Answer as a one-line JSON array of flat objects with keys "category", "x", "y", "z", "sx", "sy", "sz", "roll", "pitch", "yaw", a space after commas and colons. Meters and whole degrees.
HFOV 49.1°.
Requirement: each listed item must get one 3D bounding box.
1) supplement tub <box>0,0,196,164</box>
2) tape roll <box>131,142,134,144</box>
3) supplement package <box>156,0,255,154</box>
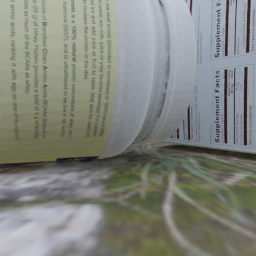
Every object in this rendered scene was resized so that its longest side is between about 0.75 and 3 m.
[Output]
[{"category": "supplement tub", "x": -0.831, "y": -0.570, "z": 2.477, "sx": 2.410, "sy": 1.748, "sz": 1.748, "roll": -1, "pitch": 4, "yaw": -18}, {"category": "tape roll", "x": -0.441, "y": -0.075, "z": 4.239, "sx": 1.290, "sy": 0.548, "sz": 1.290, "roll": 0, "pitch": 5, "yaw": 0}, {"category": "supplement package", "x": 2.029, "y": -0.685, "z": 3.339, "sx": 2.418, "sy": 1.859, "sz": 2.528, "roll": -3, "pitch": 5, "yaw": -39}]
